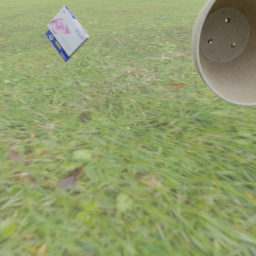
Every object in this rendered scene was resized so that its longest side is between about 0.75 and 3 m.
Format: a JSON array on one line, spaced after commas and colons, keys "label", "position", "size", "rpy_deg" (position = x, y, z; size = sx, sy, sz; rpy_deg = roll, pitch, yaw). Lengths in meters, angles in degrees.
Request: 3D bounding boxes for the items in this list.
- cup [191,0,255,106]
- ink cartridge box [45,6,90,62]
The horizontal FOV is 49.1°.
[{"label": "cup", "position": [2.749, -2.226, 6.942], "size": [2.886, 2.886, 2.064], "rpy_deg": [-3, 23, -6]}, {"label": "ink cartridge box", "position": [-1.793, -2.630, 7.960], "size": [1.091, 1.111, 0.241], "rpy_deg": [53, 25, 1]}]
